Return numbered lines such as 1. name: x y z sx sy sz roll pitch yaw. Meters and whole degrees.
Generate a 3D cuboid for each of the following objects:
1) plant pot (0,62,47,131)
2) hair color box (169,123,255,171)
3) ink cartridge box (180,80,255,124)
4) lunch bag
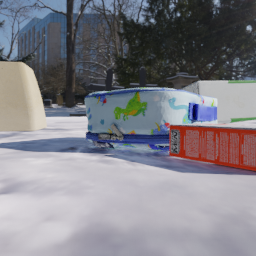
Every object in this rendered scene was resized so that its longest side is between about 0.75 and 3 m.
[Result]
1. plant pot: -4.579 -1.129 10.357 2.680 2.376 2.684 -1 2 -7
2. hair color box: 1.287 0.184 3.395 0.754 0.455 1.485 -3 5 -37
3. ink cartridge box: 2.512 -0.669 9.173 2.110 1.196 2.878 -4 -3 -14
4. lunch bag: 0.551 -0.193 5.220 1.978 1.015 2.461 0 3 32
